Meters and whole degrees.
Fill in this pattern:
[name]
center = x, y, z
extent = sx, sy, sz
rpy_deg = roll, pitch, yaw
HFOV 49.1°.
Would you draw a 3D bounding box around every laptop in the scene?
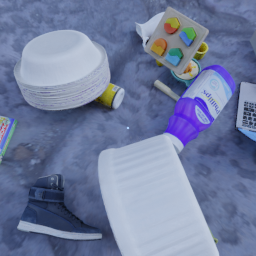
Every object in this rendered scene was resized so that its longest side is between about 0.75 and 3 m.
[laptop]
center = 4.765, -0.311, 8.155
extent = 2.678, 1.657, 2.860
rpy_deg = 13, 67, 5

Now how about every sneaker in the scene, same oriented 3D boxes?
[sneaker]
center = -1.677, 2.108, 7.544
extent = 2.252, 0.856, 1.627
rpy_deg = 10, 70, 5

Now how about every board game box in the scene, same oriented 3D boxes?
[board game box]
center = -4.240, 0.372, 8.633
extent = 1.091, 0.236, 1.622
rpy_deg = 11, 67, 5

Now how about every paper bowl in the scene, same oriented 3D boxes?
[paper bowl]
center = -2.001, -1.915, 8.437
extent = 2.797, 1.455, 2.797
rpy_deg = -5, 43, 5

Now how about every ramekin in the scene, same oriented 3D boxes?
[ramekin]
center = 0.593, 1.418, 5.165
extent = 1.303, 2.673, 2.673
rpy_deg = -24, 68, 7

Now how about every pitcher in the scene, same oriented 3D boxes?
[pitcher]
center = 1.100, -3.434, 9.977
extent = 1.433, 0.869, 1.229
rpy_deg = -17, 73, 3

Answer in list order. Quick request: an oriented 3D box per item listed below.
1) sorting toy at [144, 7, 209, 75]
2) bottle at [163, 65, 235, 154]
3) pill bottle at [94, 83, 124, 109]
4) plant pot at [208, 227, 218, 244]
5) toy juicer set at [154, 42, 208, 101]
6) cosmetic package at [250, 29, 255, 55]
[sorting toy]
center = 1.260, -2.413, 7.748
extent = 1.497, 0.273, 1.386
rpy_deg = 42, 116, 24
[bottle]
center = 2.081, -0.558, 8.510
extent = 1.247, 0.975, 2.985
rpy_deg = 47, 70, -19
[pill bottle]
center = -0.821, -1.170, 9.026
extent = 1.291, 0.723, 0.723
rpy_deg = 25, 69, 11
[plant pot]
center = 1.333, 2.348, 7.254
extent = 1.552, 1.552, 1.474
rpy_deg = -7, 54, -3
[toy juicer set]
center = 1.650, -2.031, 9.419
extent = 1.595, 0.682, 2.508
rpy_deg = 18, 69, 8
[cosmetic package]
center = 5.002, -2.638, 9.641
extent = 0.936, 0.790, 1.752
rpy_deg = -11, 70, -1
